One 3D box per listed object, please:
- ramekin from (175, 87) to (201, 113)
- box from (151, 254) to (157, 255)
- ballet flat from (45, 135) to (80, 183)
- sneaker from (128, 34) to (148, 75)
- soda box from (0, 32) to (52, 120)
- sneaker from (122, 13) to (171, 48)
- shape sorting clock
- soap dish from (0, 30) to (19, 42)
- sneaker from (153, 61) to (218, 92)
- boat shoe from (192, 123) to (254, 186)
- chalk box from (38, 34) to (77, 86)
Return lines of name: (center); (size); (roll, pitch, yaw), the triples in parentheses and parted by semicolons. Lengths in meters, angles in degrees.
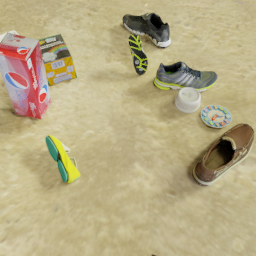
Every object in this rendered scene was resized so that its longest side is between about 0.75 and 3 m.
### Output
ramekin: (2.256, -1.082, 10.479); (0.968, 0.508, 0.968); (0, 55, 0)
box: (0.781, 4.469, 5.882); (1.486, 1.112, 2.968); (2, 48, 34)
ballet flat: (-2.079, 0.953, 9.058); (0.616, 0.615, 1.839); (-12, 55, -35)
sneaker: (0.432, -2.968, 11.345); (0.615, 1.632, 0.623); (-11, 15, 2)
soda box: (-3.307, -1.530, 9.110); (1.046, 2.989, 0.948); (14, 57, 2)
sneaker: (0.860, -4.758, 12.648); (2.745, 1.242, 0.912); (37, 62, 24)
shape sorting clock: (3.214, -0.441, 10.199); (1.113, 0.218, 1.113); (0, 54, 0)
soap dish: (-5.256, -3.303, 11.928); (1.792, 0.728, 1.410); (-32, 60, -20)
sneaker: (2.251, -2.024, 10.839); (2.484, 1.005, 0.918); (-1, 54, -1)
boat shoe: (3.214, 0.685, 8.878); (1.049, 1.051, 2.841); (37, 62, 23)
chalk box: (-3.000, -2.898, 11.360); (1.214, 1.205, 1.944); (-19, 56, -12)
